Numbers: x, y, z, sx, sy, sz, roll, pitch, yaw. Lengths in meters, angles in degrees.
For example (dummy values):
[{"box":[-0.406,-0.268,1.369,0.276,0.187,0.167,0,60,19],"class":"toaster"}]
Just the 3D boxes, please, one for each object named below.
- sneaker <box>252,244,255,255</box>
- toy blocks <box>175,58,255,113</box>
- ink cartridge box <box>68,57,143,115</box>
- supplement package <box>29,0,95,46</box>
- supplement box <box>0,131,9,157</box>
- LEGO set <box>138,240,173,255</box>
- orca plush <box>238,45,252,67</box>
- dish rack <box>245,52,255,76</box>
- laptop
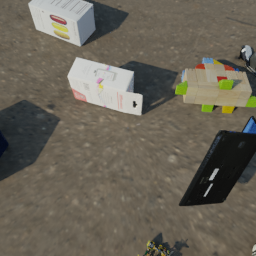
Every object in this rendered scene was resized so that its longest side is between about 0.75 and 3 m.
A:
[{"box":[4.362,3.324,6.686,2.709,1.025,1.187,6,59,2],"class":"sneaker"},{"box":[2.940,-1.664,9.677,2.704,1.351,1.848,4,48,1],"class":"toy blocks"},{"box":[-0.597,-1.314,9.161,2.410,1.404,0.813,17,67,7],"class":"ink cartridge box"},{"box":[-2.567,-4.417,11.167,2.204,1.253,1.207,24,61,14],"class":"supplement package"},{"box":[-4.869,0.627,8.061,1.813,1.219,1.815,22,61,5],"class":"supplement box"},{"box":[0.602,3.320,6.918,0.816,0.615,1.062,37,66,20],"class":"LEGO set"},{"box":[4.444,-2.704,10.698,0.633,0.428,1.204,26,50,-21],"class":"orca plush"},{"box":[6.032,-2.454,10.351,2.707,0.738,2.076,-29,65,-18],"class":"dish rack"},{"box":[2.267,0.729,6.948,2.344,2.077,1.210,5,29,-31],"class":"laptop"}]
